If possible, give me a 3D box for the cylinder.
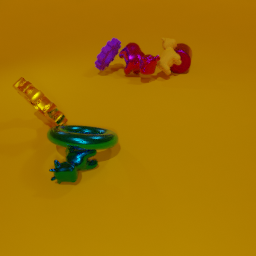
[{"bbox_3d":[2.170,-2.928,11.755,0.990,0.990,0.990,8,35,11],"label":"cylinder"}]

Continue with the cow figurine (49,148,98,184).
[{"bbox_3d":[-1.336,0.786,6.708,1.194,0.666,1.214,-14,31,-21],"label":"cow figurine"}]

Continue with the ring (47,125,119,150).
[{"bbox_3d":[-1.138,0.214,7.147,1.808,0.362,1.808,6,7,-1],"label":"ring"}]

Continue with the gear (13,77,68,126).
[{"bbox_3d":[-2.435,-0.672,7.826,1.710,1.710,0.316,31,73,37],"label":"gear"}]

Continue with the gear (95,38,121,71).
[{"bbox_3d":[-0.799,-2.953,11.266,0.256,1.386,1.386,38,43,5],"label":"gear"}]

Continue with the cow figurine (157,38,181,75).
[{"bbox_3d":[1.525,-2.889,11.043,1.274,0.699,1.254,-44,68,2],"label":"cow figurine"}]

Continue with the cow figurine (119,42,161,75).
[{"bbox_3d":[0.435,-2.733,10.914,0.930,1.668,1.695,-9,73,-34],"label":"cow figurine"}]
